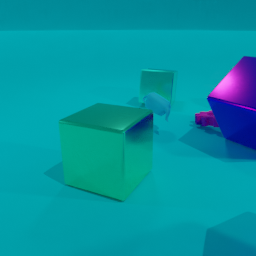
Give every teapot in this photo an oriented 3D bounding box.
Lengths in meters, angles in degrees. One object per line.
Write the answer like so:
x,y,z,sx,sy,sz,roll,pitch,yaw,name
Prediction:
0.715,-0.522,6.805,0.654,0.515,1.052,19,18,-48,teapot

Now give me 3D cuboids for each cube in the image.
-0.315,0.318,4.734,1.156,1.156,1.156,9,23,25,cube
2.737,-0.468,5.763,1.367,1.367,1.367,-46,37,-13,cube
0.988,-1.339,9.024,1.043,1.043,1.043,7,14,14,cube

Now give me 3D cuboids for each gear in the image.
2.380,-0.257,7.256,1.250,0.231,1.250,-3,11,1,gear
